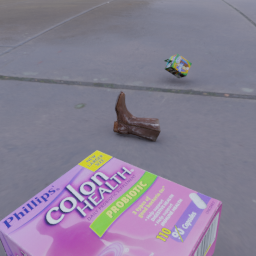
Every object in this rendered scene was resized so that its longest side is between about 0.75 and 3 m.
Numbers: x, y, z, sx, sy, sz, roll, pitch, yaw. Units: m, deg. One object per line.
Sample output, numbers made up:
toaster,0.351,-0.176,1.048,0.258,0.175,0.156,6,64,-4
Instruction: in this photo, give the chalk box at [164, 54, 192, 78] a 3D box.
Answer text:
chalk box,2.002,-2.634,11.693,1.029,0.638,0.643,29,-9,-19

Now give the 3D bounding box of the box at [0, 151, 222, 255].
box,-0.227,1.831,4.591,2.686,1.299,2.363,18,36,32

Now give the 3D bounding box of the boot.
boot,0.332,-0.344,8.259,1.436,1.338,0.461,11,19,17
